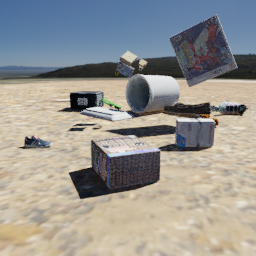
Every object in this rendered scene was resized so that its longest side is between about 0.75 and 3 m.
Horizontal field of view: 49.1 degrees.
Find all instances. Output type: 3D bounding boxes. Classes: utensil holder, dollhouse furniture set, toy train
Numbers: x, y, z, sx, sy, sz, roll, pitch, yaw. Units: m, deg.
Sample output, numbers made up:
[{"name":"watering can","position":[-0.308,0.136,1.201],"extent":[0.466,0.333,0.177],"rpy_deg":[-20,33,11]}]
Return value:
[{"name":"utensil holder","position":[1.368,-1.876,15.080],"extent":[2.323,1.974,1.974],"rpy_deg":[-8,15,-38]},{"name":"dollhouse furniture set","position":[0.009,-2.515,12.172],"extent":[1.128,1.195,0.780],"rpy_deg":[31,40,3]},{"name":"toy train","position":[-0.970,-1.334,15.667],"extent":[1.297,0.271,0.366],"rpy_deg":[24,22,11]}]

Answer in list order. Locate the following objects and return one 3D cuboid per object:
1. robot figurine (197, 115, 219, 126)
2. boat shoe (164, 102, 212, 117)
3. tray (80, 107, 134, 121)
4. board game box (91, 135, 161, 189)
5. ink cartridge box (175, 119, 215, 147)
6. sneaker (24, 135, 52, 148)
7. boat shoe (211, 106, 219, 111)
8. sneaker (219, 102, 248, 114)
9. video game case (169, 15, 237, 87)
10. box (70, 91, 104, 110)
[{"name":"robot figurine","position":[3.362,-0.334,11.865],"extent":[0.898,0.361,1.239],"rpy_deg":[2,13,-1]},{"name":"boat shoe","position":[3.000,-1.061,14.172],"extent":[2.574,0.733,0.860],"rpy_deg":[10,16,37]},{"name":"tray","position":[-1.077,-0.744,13.815],"extent":[1.425,0.294,2.654],"rpy_deg":[-14,19,-42]},{"name":"board game box","position":[-0.110,0.718,6.490],"extent":[1.179,0.716,1.478],"rpy_deg":[-5,13,-22]},{"name":"ink cartridge box","position":[2.080,0.141,8.777],"extent":[1.127,0.818,0.472],"rpy_deg":[0,13,1]},{"name":"sneaker","position":[-2.795,0.399,8.662],"extent":[0.886,0.374,0.332],"rpy_deg":[1,13,3]},{"name":"boat shoe","position":[4.828,-1.056,15.212],"extent":[0.864,0.302,0.286],"rpy_deg":[2,0,15]},{"name":"sneaker","position":[5.437,-0.998,14.113],"extent":[1.658,0.644,1.159],"rpy_deg":[-11,16,-37]},{"name":"video game case","position":[3.108,-3.145,11.697],"extent":[2.098,2.303,0.265],"rpy_deg":[-21,9,22]},{"name":"box","position":[-2.316,-1.608,16.000],"extent":[1.570,0.973,1.543],"rpy_deg":[2,13,10]}]
